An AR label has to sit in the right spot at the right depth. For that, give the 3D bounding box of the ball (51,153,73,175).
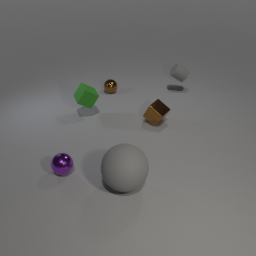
[{"bbox_3d":[-2.085,1.135,8.873,0.700,0.700,0.700,0,32,0],"label":"ball"}]

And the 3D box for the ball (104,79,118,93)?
[{"bbox_3d":[-0.878,-2.111,14.151,0.700,0.700,0.700,0,32,0],"label":"ball"}]

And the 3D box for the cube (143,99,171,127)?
[{"bbox_3d":[1.176,-0.627,11.503,0.700,0.700,0.700,42,48,10],"label":"cube"}]

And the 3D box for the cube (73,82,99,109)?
[{"bbox_3d":[-1.747,-1.350,11.711,0.700,0.700,0.700,20,23,-38],"label":"cube"}]

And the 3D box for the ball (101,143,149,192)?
[{"bbox_3d":[-0.092,1.148,8.147,1.400,1.400,1.400,0,32,0],"label":"ball"}]

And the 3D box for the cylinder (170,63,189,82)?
[{"bbox_3d":[2.555,-2.742,13.888,0.700,0.700,0.700,28,27,-18],"label":"cylinder"}]
